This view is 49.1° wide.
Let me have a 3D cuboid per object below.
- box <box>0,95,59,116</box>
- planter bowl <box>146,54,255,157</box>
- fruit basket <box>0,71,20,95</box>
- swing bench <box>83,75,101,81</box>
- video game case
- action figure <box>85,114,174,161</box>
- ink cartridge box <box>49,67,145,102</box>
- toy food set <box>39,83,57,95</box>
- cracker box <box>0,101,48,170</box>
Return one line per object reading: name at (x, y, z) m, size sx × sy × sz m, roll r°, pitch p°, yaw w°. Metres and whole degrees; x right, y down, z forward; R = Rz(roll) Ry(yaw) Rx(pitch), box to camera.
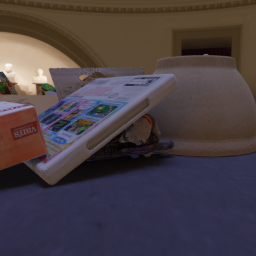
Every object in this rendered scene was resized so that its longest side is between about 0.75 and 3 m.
box at (-3.185, -0.389, 7.277) m, size 2.743 × 0.292 × 2.242 m, roll 3°, pitch 26°, yaw 20°
planter bowl at (1.294, -0.520, 5.480) m, size 2.470 × 1.662 × 2.470 m, roll 0°, pitch 8°, yaw 0°
fruit basket at (-3.944, -1.018, 9.206) m, size 1.607 × 1.735 × 0.813 m, roll 7°, pitch 47°, yaw 46°
swing bench at (-1.306, -1.441, 11.291) m, size 0.734 × 1.126 × 1.132 m, roll -24°, pitch -5°, yaw 21°
video game case at (-0.747, -0.187, 4.402) m, size 2.175 × 0.283 × 2.389 m, roll -38°, pitch 26°, yaw -24°
action figure at (-0.247, 0.018, 4.411) m, size 1.728 × 0.904 × 1.672 m, roll -6°, pitch 6°, yaw -25°
ink cartridge box at (-0.645, -0.787, 6.684) m, size 1.980 × 0.612 × 2.441 m, roll 0°, pitch -32°, yaw -1°
toy food set at (-2.272, -0.900, 9.900) m, size 1.812 × 0.445 × 1.831 m, roll 2°, pitch 40°, yaw -39°
cracker box at (-2.100, 0.114, 3.614) m, size 1.428 × 0.615 × 2.132 m, roll -20°, pitch 17°, yaw -31°
